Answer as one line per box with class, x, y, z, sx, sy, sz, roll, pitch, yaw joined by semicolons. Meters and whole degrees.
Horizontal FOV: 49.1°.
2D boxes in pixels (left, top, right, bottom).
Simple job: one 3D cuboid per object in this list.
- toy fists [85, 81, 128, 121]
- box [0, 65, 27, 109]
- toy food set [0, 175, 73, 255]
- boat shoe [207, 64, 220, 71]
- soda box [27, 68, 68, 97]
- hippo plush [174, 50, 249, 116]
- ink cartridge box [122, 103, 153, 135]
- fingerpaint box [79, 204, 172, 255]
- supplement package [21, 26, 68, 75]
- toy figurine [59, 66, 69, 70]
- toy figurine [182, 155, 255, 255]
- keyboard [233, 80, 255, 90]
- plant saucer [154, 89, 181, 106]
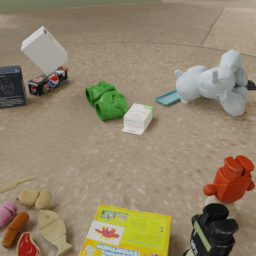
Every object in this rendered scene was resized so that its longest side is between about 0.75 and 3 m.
toy fists;-0.809;-1.154;11.011;1.209;0.816;2.372;-14;35;-21
box;-4.728;-1.640;11.150;1.095;1.475;0.790;-8;34;-13
toy food set;-2.313;2.133;6.376;1.468;0.364;2.310;-17;44;-24
boat shoe;3.862;-2.468;13.266;1.666;0.552;0.623;-25;32;7
soda box;-3.577;-2.106;12.678;0.676;0.605;1.912;17;37;24
hippo plush;3.133;-1.471;10.903;2.331;2.309;2.899;-5;26;42
ink cartridge box;0.353;-0.341;10.062;0.799;0.459;1.364;12;34;17
fingerpaint box;0.009;2.371;5.714;1.630;0.598;1.360;6;32;10
supplement package;-3.219;-2.983;10.906;1.087;1.396;0.774;-31;41;14
toy figurine;-3.760;-3.403;14.542;1.294;0.775;0.682;12;35;17
toy figurine;2.487;2.054;5.311;2.526;1.785;2.566;21;36;19
keyboard;4.900;-2.079;12.995;1.852;0.238;1.112;0;33;-1
plant saucer;2.011;-1.361;11.926;1.942;0.184;0.679;-25;40;-34
